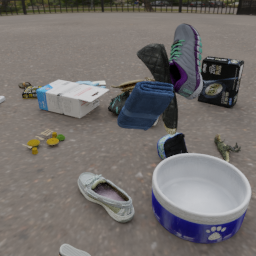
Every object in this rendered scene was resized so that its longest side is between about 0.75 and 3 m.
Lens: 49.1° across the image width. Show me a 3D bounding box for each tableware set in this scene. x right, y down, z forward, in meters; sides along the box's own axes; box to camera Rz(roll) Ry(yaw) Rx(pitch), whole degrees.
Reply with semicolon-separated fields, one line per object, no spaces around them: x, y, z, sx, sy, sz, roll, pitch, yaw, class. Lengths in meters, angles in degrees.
0.375;-1.881;13.385;1.802;0.546;2.727;-11;3;15;tableware set
-3.102;0.539;10.509;0.983;0.224;1.460;17;32;23;tableware set

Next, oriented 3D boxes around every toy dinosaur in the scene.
3.562;0.747;9.933;0.748;0.403;1.698;-11;28;10;toy dinosaur

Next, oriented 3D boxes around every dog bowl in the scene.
1.870;1.756;7.483;2.483;0.978;2.483;0;29;0;dog bowl

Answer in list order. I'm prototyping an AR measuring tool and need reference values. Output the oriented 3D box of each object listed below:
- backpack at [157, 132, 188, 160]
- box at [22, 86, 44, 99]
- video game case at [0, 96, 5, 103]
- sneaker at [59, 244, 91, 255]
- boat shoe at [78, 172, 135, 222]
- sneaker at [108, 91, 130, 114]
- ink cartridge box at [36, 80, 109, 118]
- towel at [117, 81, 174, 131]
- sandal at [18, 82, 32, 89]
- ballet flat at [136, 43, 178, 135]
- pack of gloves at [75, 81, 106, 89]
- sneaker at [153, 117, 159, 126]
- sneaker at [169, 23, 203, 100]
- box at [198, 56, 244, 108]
1.448;0.654;9.636;0.966;0.884;0.710;-20;13;-30;backpack
-4.786;-1.892;14.744;1.312;0.324;1.048;-2;27;-4;box
-7.416;-1.187;13.545;2.088;0.244;1.898;6;29;12;video game case
-1.123;2.882;6.173;0.879;0.349;0.345;31;40;4;sneaker
-0.648;1.749;7.791;0.793;0.690;2.150;-22;36;-34;boat shoe
-0.371;-1.327;13.210;0.876;0.833;2.209;1;29;7;sneaker
-2.508;-1.349;13.046;2.939;0.997;1.705;14;32;23;ink cartridge box
0.306;-0.416;5.593;0.800;1.432;0.348;5;62;-17;towel
-5.629;-2.374;15.585;1.230;0.336;0.503;23;36;35;sandal
0.816;-0.903;7.029;0.694;2.442;0.812;-15;25;5;ballet flat
-2.171;-2.489;15.775;1.857;0.366;1.560;-3;30;-6;pack of gloves
0.969;-1.411;12.301;1.233;1.049;2.787;12;56;18;sneaker
1.644;-2.231;8.707;1.154;2.637;0.981;9;-23;-35;sneaker
4.424;-2.226;13.462;1.741;2.126;0.916;17;33;28;box
